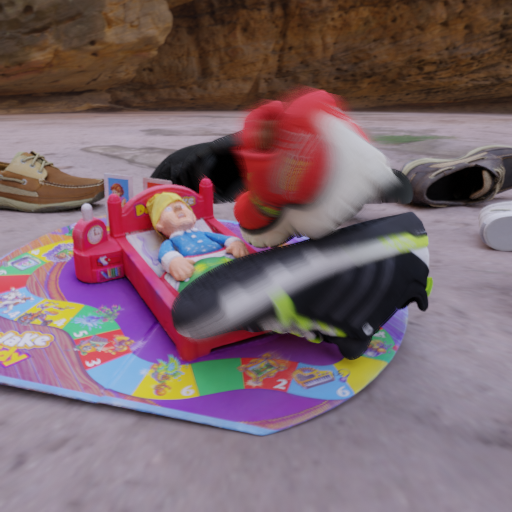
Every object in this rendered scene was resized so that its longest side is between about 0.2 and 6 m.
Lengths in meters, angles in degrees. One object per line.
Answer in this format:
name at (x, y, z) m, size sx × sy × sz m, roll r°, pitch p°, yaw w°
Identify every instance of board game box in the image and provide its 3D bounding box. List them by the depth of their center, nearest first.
board game box at (-0.772, -0.026, 5.694) m, size 4.589 × 0.894 × 3.626 m, roll 7°, pitch 28°, yaw 14°

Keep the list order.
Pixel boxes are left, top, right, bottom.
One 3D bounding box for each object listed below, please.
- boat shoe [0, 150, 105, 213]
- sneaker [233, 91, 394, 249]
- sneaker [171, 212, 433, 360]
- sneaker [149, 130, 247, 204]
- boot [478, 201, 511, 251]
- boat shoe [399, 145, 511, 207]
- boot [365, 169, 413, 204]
boat shoe at (-4.548, -1.498, 11.104) m, size 3.010 × 1.112 × 1.139 m, roll 0°, pitch 17°, yaw 1°
sneaker at (0.265, -0.741, 4.673) m, size 0.953 × 1.051 × 2.476 m, roll -36°, pitch 7°, yaw -15°
sneaker at (0.605, 0.372, 4.439) m, size 2.571 × 1.065 × 0.922 m, roll -17°, pitch 4°, yaw -32°
sneaker at (-0.594, -1.314, 8.499) m, size 3.382 × 1.016 × 1.764 m, roll -17°, pitch 13°, yaw 23°
boot at (4.535, -0.529, 8.516) m, size 2.185 × 0.804 × 1.044 m, roll 4°, pitch 24°, yaw 14°
boat shoe at (4.432, -1.482, 11.422) m, size 3.107 × 1.157 × 1.139 m, roll -13°, pitch 29°, yaw -10°
boot at (1.807, -1.130, 10.331) m, size 1.748 × 0.605 × 1.522 m, roll 3°, pitch -11°, yaw -29°
